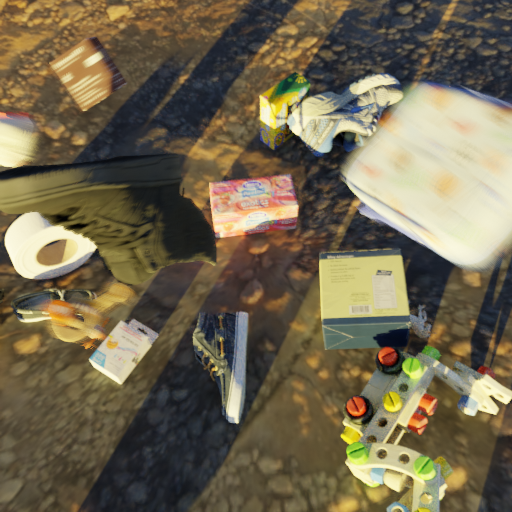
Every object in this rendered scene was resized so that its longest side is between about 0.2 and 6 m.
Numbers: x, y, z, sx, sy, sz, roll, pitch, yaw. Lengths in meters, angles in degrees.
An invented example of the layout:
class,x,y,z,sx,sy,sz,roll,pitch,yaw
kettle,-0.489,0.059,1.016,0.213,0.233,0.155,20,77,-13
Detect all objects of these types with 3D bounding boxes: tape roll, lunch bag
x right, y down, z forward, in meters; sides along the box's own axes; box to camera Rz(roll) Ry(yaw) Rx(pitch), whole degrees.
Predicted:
class,x,y,z,sx,sy,sz,roll,pitch,yaw
tape roll,-3.877,-0.252,10.662,1.584,1.584,0.554,-26,62,-16
lunch bag,2.930,-1.354,8.965,2.500,1.179,3.120,-54,32,8

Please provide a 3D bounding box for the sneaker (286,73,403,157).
class,x,y,z,sx,sy,sz,roll,pitch,yaw
sneaker,2.233,-3.097,12.846,3.234,1.246,1.378,-26,84,-25

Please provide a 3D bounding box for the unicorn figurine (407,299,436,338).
class,x,y,z,sx,sy,sz,roll,pitch,yaw
unicorn figurine,2.957,1.187,10.499,0.980,0.362,0.673,8,52,28

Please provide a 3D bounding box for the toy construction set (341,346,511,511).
class,x,y,z,sx,sy,sz,roll,pitch,yaw
toy construction set,2.618,2.635,8.862,2.126,1.494,3.242,20,48,41

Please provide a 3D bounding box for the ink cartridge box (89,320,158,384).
class,x,y,z,sx,sy,sz,roll,pitch,yaw
ink cartridge box,-2.375,1.647,10.153,0.654,0.385,1.136,27,61,16

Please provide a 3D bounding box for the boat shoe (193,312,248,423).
class,x,y,z,sx,sy,sz,roll,pitch,yaw
boat shoe,-0.652,1.913,9.826,0.946,0.737,2.083,1,50,1

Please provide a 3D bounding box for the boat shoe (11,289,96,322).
class,x,y,z,sx,sy,sz,roll,pitch,yaw
boat shoe,-3.821,0.895,10.588,1.523,0.459,0.576,-14,58,-9

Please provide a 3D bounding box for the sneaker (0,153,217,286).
class,x,y,z,sx,sy,sz,roll,pitch,yaw
sneaker,-1.957,-0.421,8.280,1.173,2.038,3.907,5,15,29

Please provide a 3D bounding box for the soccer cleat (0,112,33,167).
class,x,y,z,sx,sy,sz,roll,pitch,yaw
soccer cleat,-3.997,-1.871,9.017,0.781,2.255,0.875,3,99,-19

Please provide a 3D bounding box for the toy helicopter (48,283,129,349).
class,x,y,z,sx,sy,sz,roll,pitch,yaw
toy helicopter,-2.404,0.842,8.324,1.224,0.483,0.809,-34,80,-23

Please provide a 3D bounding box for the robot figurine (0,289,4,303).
class,x,y,z,sx,sy,sz,roll,pitch,yaw
robot figurine,-5.373,1.113,10.410,1.312,0.527,1.810,-14,58,-11

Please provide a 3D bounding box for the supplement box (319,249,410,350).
class,x,y,z,sx,sy,sz,roll,pitch,yaw
supplement box,1.941,0.790,10.208,1.511,1.014,1.509,-3,56,8

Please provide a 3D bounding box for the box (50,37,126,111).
class,x,y,z,sx,sy,sz,roll,pitch,yaw
box,-2.552,-2.795,8.597,0.689,0.830,0.682,-29,22,11

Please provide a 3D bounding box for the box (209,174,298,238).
class,x,y,z,sx,sy,sz,roll,pitch,yaw
box,-0.059,-1.044,11.618,1.727,0.818,0.886,-6,58,-4

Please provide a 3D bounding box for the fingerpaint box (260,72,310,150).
class,x,y,z,sx,sy,sz,roll,pitch,yaw
fingerpaint box,0.646,-3.271,12.721,1.136,1.362,0.499,-40,65,-22
